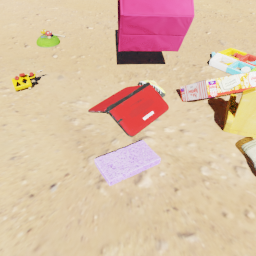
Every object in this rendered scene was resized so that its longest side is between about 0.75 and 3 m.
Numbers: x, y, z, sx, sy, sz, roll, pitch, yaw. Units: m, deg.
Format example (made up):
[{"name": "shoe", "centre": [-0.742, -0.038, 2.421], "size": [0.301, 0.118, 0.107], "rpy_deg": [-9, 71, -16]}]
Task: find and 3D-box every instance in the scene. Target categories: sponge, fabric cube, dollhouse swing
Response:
[{"name": "sponge", "centre": [-0.007, 0.920, 7.730], "size": [1.613, 0.241, 0.900], "rpy_deg": [-21, 45, -22]}, {"name": "fabric cube", "centre": [0.768, -3.981, 9.235], "size": [2.183, 2.190, 2.149], "rpy_deg": [0, 76, -4]}, {"name": "dollhouse swing", "centre": [4.228, -0.716, 8.293], "size": [2.266, 1.992, 2.060], "rpy_deg": [12, 43, 15]}]

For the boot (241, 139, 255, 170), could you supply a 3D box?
[{"name": "boot", "centre": [4.059, 0.775, 7.681], "size": [1.549, 0.558, 1.198], "rpy_deg": [-7, 40, -6]}]

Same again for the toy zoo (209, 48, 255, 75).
[{"name": "toy zoo", "centre": [4.728, -2.750, 11.918], "size": [1.760, 0.275, 2.683], "rpy_deg": [-32, 51, -31]}]

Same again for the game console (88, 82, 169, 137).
[{"name": "game console", "centre": [0.032, -0.636, 9.561], "size": [2.053, 1.219, 1.770], "rpy_deg": [-36, 84, -34]}]

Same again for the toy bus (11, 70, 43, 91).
[{"name": "toy bus", "centre": [-3.804, -1.721, 10.517], "size": [1.091, 0.564, 1.029], "rpy_deg": [-14, 8, 27]}]

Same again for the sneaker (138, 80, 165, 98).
[{"name": "sneaker", "centre": [0.966, -1.512, 10.361], "size": [0.551, 0.477, 1.221], "rpy_deg": [-29, 48, -33]}]

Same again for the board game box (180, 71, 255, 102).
[{"name": "board game box", "centre": [3.280, -1.425, 9.403], "size": [2.477, 0.574, 1.877], "rpy_deg": [-12, 5, -12]}]

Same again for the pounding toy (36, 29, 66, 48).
[{"name": "pounding toy", "centre": [-3.859, -4.526, 13.656], "size": [1.131, 0.680, 1.465], "rpy_deg": [11, 43, 12]}]
